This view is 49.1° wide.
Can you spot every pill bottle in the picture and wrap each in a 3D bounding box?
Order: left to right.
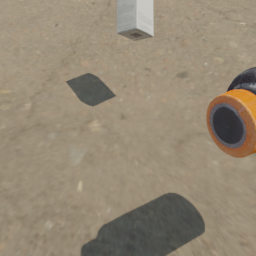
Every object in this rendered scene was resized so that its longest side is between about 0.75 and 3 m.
[{"bbox_3d":[2.274,-0.366,3.951,2.377,1.263,1.263,-20,49,-22],"label":"pill bottle"}]

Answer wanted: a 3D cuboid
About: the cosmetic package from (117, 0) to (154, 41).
[{"bbox_3d":[0.225,-3.572,8.107,0.756,1.781,0.958,-1,-1,36],"label":"cosmetic package"}]
